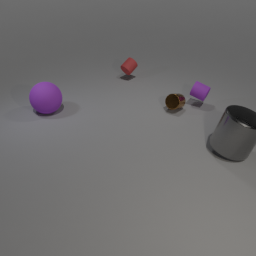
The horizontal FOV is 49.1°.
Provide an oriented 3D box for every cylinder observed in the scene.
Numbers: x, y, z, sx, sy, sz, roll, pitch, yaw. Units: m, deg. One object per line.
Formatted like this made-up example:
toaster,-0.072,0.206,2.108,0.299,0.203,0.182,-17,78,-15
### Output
cylinder,2.118,-1.188,12.511,0.700,0.700,0.700,21,18,30
cylinder,0.061,-3.443,15.623,0.700,0.700,0.700,29,73,39
cylinder,3.718,0.159,9.538,1.400,1.400,1.400,12,34,-8
cylinder,3.283,-1.676,12.756,0.700,0.700,0.700,30,39,15

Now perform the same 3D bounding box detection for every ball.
ball,-3.603,-1.324,12.305,1.400,1.400,1.400,0,31,0
